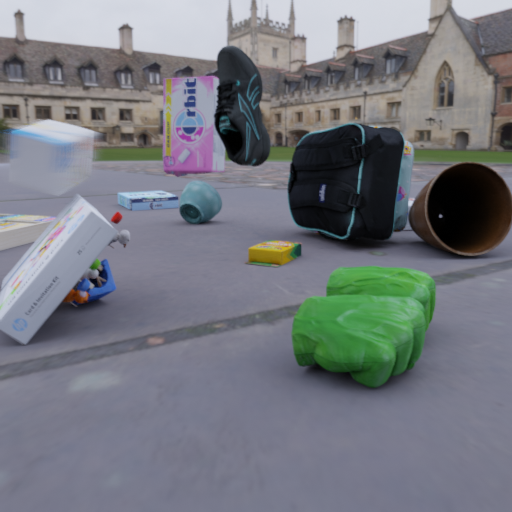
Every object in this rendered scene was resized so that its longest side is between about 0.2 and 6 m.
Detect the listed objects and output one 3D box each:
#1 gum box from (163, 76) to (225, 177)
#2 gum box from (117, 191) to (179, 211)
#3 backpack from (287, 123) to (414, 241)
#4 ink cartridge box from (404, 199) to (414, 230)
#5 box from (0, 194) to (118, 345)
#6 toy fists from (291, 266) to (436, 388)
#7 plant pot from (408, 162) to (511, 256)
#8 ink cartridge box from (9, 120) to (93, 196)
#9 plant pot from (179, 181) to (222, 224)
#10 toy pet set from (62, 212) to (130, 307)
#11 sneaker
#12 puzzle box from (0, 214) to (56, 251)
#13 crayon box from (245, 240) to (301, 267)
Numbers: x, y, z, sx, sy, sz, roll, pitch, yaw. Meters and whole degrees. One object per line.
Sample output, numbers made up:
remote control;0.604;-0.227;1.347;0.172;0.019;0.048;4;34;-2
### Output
gum box;-1.361;-2.798;12.352;1.205;2.124;0.702;4;8;20
gum box;-3.379;-1.727;17.421;1.460;0.383;1.718;-6;14;-27
backpack;1.903;-1.522;11.876;2.079;2.385;2.713;0;6;-34
ink cartridge box;3.859;-1.036;13.685;1.269;0.606;1.446;-2;12;-8
box;-2.463;0.048;6.820;0.418;1.583;2.031;41;-5;-25
toy fists;1.218;0.639;5.731;1.128;0.761;2.212;-3;12;24
plant pot;3.707;-0.816;10.901;1.694;1.694;1.813;-2;-2;-8
ink cartridge box;-2.742;-1.347;7.577;0.702;0.715;0.971;15;25;4
plant pot;-1.488;-1.239;14.019;1.072;1.072;0.718;6;41;25
toy pet set;-1.971;0.266;7.039;1.164;0.662;1.247;-26;35;39
sneaker;-0.327;-2.625;9.846;0.813;2.157;0.855;-10;7;41
puzzle box;-5.694;-0.448;11.476;2.070;0.395;3.111;5;13;17
crayon box;0.310;-0.048;9.957;0.671;0.268;1.057;6;14;25
